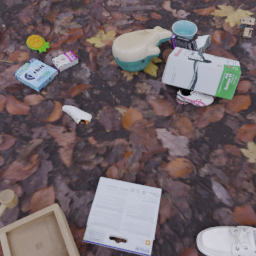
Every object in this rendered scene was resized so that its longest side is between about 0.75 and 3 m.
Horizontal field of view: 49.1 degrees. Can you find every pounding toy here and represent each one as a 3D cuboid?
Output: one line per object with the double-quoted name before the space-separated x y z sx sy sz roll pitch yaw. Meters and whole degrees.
"pounding toy" -3.185 3.383 8.662 2.602 1.355 2.962 -23 59 -14

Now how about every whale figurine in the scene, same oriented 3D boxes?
"whale figurine" 0.706 -3.756 13.324 2.977 1.544 2.368 -34 49 -21

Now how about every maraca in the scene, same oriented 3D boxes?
"maraca" -4.569 -4.270 14.206 1.231 0.659 0.844 31 73 10

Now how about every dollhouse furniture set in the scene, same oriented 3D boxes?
"dollhouse furniture set" 6.242 -5.267 14.977 0.706 0.710 1.007 13 87 9

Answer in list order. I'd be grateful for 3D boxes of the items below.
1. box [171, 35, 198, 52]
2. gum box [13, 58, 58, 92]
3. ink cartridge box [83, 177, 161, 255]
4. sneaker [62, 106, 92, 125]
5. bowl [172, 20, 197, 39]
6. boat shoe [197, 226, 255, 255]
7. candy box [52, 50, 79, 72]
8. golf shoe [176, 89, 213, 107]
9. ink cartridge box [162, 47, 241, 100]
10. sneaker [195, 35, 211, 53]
"box" 2.724 -3.845 13.434 0.263 1.042 1.458 -43 48 -14
"gum box" -4.340 -2.540 13.223 1.563 0.348 1.328 29 61 18
"ink cartridge box" -0.140 2.957 9.482 2.276 0.463 2.281 11 57 7
"sneaker" -1.812 -0.429 9.690 1.059 0.386 0.448 22 64 -5
"bowl" 2.904 -4.950 14.642 1.285 0.672 1.285 0 56 -1
"boat shoe" 3.672 3.525 8.777 2.908 1.008 1.030 1 56 1
"candy box" -3.066 -3.291 13.742 1.059 0.323 0.722 -31 61 -19
"golf shoe" 2.937 -1.342 12.197 1.626 0.749 0.590 5 56 2
"ink cartridge box" 3.175 -2.443 12.159 2.961 1.230 2.170 16 29 11
"sneaker" 3.559 -4.041 14.169 0.696 0.611 1.737 15 58 37
